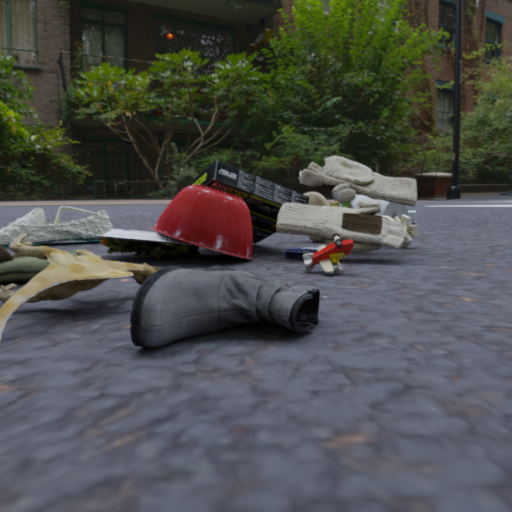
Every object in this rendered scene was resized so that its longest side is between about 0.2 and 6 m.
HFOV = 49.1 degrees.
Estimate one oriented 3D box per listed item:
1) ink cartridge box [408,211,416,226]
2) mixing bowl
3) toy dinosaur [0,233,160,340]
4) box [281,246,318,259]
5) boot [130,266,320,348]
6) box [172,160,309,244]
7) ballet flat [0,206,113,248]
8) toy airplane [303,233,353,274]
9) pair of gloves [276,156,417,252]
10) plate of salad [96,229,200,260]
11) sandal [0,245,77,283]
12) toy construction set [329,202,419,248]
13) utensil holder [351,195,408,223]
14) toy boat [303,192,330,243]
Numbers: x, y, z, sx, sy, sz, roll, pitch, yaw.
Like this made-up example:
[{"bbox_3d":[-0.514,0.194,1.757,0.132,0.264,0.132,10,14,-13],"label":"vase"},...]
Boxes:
[{"bbox_3d":[4.114,-0.960,16.032,0.883,0.644,0.366,2,9,19],"label":"ink cartridge box"},{"bbox_3d":[-0.850,-0.699,10.392,1.939,1.050,1.939,17,2,0],"label":"mixing bowl"},{"bbox_3d":[-2.159,0.217,6.236,1.443,0.830,2.853,5,8,23],"label":"toy dinosaur"},{"bbox_3d":[1.033,-0.057,10.820,0.649,0.174,1.071,6,8,40],"label":"box"},{"bbox_3d":[-0.167,0.458,5.194,1.257,0.666,1.909,9,15,25],"label":"boot"},{"bbox_3d":[-0.391,-1.048,11.857,2.238,0.532,2.161,18,-26,-26],"label":"box"},{"bbox_3d":[-4.744,-0.705,13.111,2.765,0.992,0.992,-5,9,-30],"label":"ballet flat"},{"bbox_3d":[1.134,0.063,8.950,0.780,0.553,0.783,-7,35,51],"label":"toy airplane"},{"bbox_3d":[1.886,-1.131,11.102,2.476,0.510,2.912,15,40,13],"label":"pair of gloves"},{"bbox_3d":[-1.957,-0.193,10.570,2.074,0.498,2.074,5,0,0],"label":"plate of salad"},{"bbox_3d":[-3.871,-0.021,7.804,1.207,0.868,3.041,7,10,44],"label":"sandal"},{"bbox_3d":[2.384,-0.697,12.388,2.272,1.047,1.490,5,-17,-17],"label":"toy construction set"},{"bbox_3d":[3.336,-1.127,15.462,1.141,1.141,1.343,-5,10,-36],"label":"utensil holder"},{"bbox_3d":[1.495,-0.905,13.845,0.879,1.347,0.881,-32,-18,0],"label":"toy boat"}]
